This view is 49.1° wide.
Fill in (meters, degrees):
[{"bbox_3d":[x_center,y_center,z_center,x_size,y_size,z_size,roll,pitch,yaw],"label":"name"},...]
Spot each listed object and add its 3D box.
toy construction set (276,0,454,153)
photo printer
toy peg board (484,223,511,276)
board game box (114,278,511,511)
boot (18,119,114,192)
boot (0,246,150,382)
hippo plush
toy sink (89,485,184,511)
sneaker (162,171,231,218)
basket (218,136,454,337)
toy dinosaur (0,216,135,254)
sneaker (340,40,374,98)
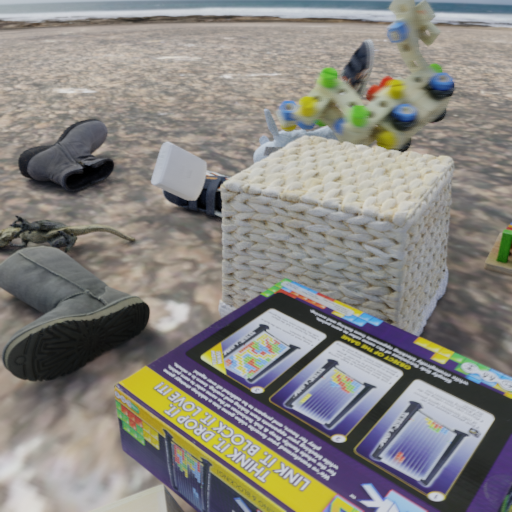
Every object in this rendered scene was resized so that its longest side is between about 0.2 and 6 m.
[{"bbox_3d":[2.500,-3.438,11.462,2.502,1.758,3.816,41,83,22],"label":"toy construction set"},{"bbox_3d":[-1.390,-1.535,10.459,0.355,0.851,1.023,8,-11,45],"label":"photo printer"},{"bbox_3d":[5.428,-0.201,10.775,1.569,0.767,1.562,17,33,27],"label":"toy peg board"},{"bbox_3d":[0.786,1.735,5.723,3.466,0.983,2.865,24,37,34],"label":"board game box"},{"bbox_3d":[-4.585,-2.647,15.159,2.036,1.079,3.092,18,44,24],"label":"boot"},{"bbox_3d":[-3.405,0.708,8.884,2.789,1.012,2.535,29,25,30],"label":"boot"},{"bbox_3d":[0.768,-2.179,13.847,2.456,1.956,1.975,4,-8,-30],"label":"hippo plush"},{"bbox_3d":[-1.225,2.763,5.282,1.091,0.711,0.611,-19,40,-2],"label":"toy sink"},{"bbox_3d":[-0.993,-1.409,12.767,2.426,0.951,0.963,3,23,2],"label":"sneaker"},{"bbox_3d":[1.408,-0.270,9.143,3.102,2.517,3.130,15,30,27],"label":"basket"},{"bbox_3d":[-4.009,-0.428,11.066,2.989,0.709,1.317,0,3,-3],"label":"toy dinosaur"},{"bbox_3d":[2.228,-4.115,12.479,0.548,1.380,0.541,-7,48,-12],"label":"sneaker"}]
